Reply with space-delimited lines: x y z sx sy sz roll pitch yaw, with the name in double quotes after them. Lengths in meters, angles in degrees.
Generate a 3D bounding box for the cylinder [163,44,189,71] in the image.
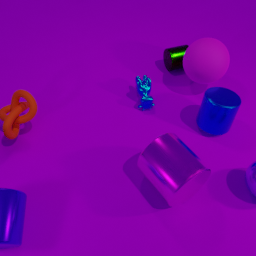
1.739 -2.455 9.799 0.786 0.786 0.786 -14 52 -11 "cylinder"

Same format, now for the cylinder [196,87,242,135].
2.540 -0.489 7.927 1.003 1.003 1.003 4 41 -3 "cylinder"

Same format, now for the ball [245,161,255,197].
3.290 1.216 6.608 0.999 0.999 0.999 0 50 0 "ball"

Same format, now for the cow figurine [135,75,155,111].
0.512 -1.097 8.786 0.559 1.002 1.018 -8 21 -4 "cow figurine"

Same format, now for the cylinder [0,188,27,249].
-2.733 1.913 5.866 1.069 1.069 1.069 -3 62 -2 "cylinder"

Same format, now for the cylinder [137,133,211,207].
1.070 0.972 6.642 1.259 1.259 1.259 -28 56 -22 "cylinder"

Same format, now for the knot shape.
-3.077 -0.429 7.688 1.266 0.625 1.352 30 90 52 "knot shape"

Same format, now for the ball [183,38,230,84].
2.413 -2.069 8.682 1.395 1.395 1.395 0 50 0 "ball"
